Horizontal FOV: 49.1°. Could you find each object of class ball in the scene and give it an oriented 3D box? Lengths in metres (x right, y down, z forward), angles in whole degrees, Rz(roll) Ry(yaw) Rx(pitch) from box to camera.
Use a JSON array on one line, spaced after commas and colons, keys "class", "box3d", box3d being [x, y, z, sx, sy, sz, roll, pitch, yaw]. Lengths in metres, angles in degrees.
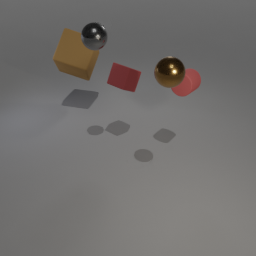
[{"class": "ball", "box3d": [-0.886, -2.404, 7.373, 0.700, 0.700, 0.700, 0, 31, 0]}, {"class": "ball", "box3d": [0.946, -1.259, 6.338, 0.700, 0.700, 0.700, 0, 31, 0]}]

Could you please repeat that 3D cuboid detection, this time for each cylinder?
[{"class": "cylinder", "box3d": [1.729, -1.366, 8.375, 0.700, 0.700, 0.700, 20, 32, 29]}]

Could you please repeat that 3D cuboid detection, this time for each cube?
[{"class": "cube", "box3d": [-0.123, -1.614, 8.967, 0.700, 0.700, 0.700, 26, 14, 32]}, {"class": "cube", "box3d": [-2.084, -2.988, 11.555, 1.400, 1.400, 1.400, 18, -8, 0]}]
